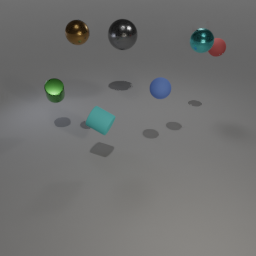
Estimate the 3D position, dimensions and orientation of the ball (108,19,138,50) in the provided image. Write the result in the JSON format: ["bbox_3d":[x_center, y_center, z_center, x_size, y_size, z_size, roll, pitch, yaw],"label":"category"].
[{"bbox_3d":[-0.248,-4.375,13.148,1.400,1.400,1.400,0,29,0],"label":"ball"}]

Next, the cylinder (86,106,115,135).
[{"bbox_3d":[-0.859,-0.232,8.800,0.700,0.700,0.700,30,34,3],"label":"cylinder"}]

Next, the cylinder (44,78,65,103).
[{"bbox_3d":[-2.737,-1.393,10.489,0.700,0.700,0.700,3,71,-9],"label":"cylinder"}]

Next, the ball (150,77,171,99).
[{"bbox_3d":[1.048,-1.283,9.062,0.700,0.700,0.700,0,29,0],"label":"ball"}]

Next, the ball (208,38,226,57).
[{"bbox_3d":[3.490,-3.168,11.010,0.700,0.700,0.700,0,29,0],"label":"ball"}]

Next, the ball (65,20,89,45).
[{"bbox_3d":[-1.468,-2.759,8.107,0.700,0.700,0.700,0,29,0],"label":"ball"}]

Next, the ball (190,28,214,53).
[{"bbox_3d":[2.167,-2.558,8.216,0.700,0.700,0.700,0,29,0],"label":"ball"}]
